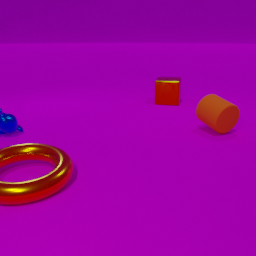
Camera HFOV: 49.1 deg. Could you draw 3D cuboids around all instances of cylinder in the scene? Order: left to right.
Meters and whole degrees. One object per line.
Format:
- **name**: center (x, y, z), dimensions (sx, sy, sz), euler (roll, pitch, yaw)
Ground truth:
- **cylinder**: center (2.502, -0.409, 7.849), dimensions (0.857, 0.857, 0.857), euler (-9, 31, -24)

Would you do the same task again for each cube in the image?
- **cube**: center (1.611, -1.497, 11.227), dimensions (0.958, 0.958, 0.958), euler (4, 20, 14)

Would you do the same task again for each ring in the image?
- **ring**: center (-1.938, 0.783, 5.248), dimensions (1.811, 0.362, 1.811), euler (2, 23, -1)

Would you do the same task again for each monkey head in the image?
- **monkey head**: center (-3.359, -0.211, 7.660), dimensions (0.635, 1.054, 0.758), euler (-24, 55, 2)
